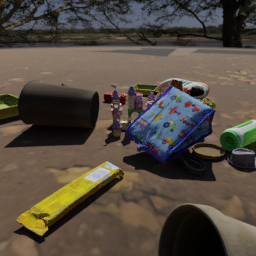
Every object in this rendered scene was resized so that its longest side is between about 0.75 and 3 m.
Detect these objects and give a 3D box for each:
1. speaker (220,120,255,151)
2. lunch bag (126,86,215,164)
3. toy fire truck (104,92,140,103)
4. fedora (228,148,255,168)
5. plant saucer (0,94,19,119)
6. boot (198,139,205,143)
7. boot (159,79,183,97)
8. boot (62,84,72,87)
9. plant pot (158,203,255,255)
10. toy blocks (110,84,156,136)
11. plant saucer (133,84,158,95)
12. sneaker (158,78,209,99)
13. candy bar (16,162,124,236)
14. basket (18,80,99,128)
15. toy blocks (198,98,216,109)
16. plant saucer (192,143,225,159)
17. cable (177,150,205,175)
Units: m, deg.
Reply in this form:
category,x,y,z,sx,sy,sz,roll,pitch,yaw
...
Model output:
category,x,y,z,sx,sy,sz,roll,pitch,yaw
speaker,3.769,0.222,9.152,1.732,0.766,0.766,-16,26,-36
lunch bag,1.168,-0.008,8.459,2.305,1.084,1.735,-35,50,-22
toy fire truck,-0.299,-1.618,14.510,1.643,0.400,1.159,10,22,27
fedora,3.337,0.832,8.062,0.855,0.386,0.756,7,22,19
plant saucer,-5.817,-0.852,12.252,2.359,0.565,2.356,19,28,40
boot,1.983,0.157,9.486,1.267,0.614,0.473,5,16,10
boot,2.239,-2.002,14.573,1.378,1.070,0.529,19,28,40
boot,-2.707,-1.894,15.087,1.319,0.699,2.003,-9,31,-36
plant pot,1.400,1.900,3.949,1.375,1.585,1.585,9,17,-22
toy blocks,0.264,-0.746,10.381,1.879,1.692,2.011,0,21,-1
plant saucer,0.972,-2.196,16.129,1.394,0.334,1.396,7,21,17
sneaker,2.912,-2.043,14.813,2.733,0.962,1.278,8,16,12
candy bar,-1.118,1.464,6.479,0.727,0.323,2.917,17,26,30
basket,-2.486,-0.850,10.809,2.522,1.715,2.274,7,12,6
toy blocks,3.384,-1.063,13.053,1.095,0.398,0.912,-12,23,-28
plant saucer,2.493,0.719,8.702,1.009,0.149,1.009,-1,21,0
cable,1.562,0.638,8.330,1.048,0.543,2.158,6,18,-8
